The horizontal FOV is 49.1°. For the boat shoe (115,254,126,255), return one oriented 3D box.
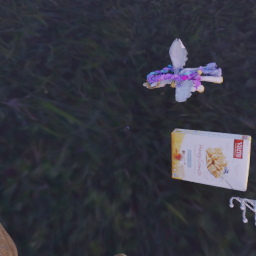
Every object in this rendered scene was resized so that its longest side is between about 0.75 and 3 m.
[{"bbox_3d":[-0.388,3.034,5.669,0.453,0.452,1.256,38,94,24],"label":"boat shoe"}]

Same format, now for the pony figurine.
[{"bbox_3d":[1.509,-1.360,7.458,1.851,1.787,1.541,-4,84,-18],"label":"pony figurine"}]

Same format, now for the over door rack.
[{"bbox_3d":[2.988,1.960,5.976,1.383,1.022,0.461,28,77,-4],"label":"over door rack"}]

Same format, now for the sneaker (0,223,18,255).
[{"bbox_3d":[-3.072,2.535,5.932,0.935,0.604,1.723,-48,61,-2],"label":"sneaker"}]

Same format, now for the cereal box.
[{"bbox_3d":[1.897,0.716,6.569,1.742,1.253,0.344,6,20,28],"label":"cereal box"}]
